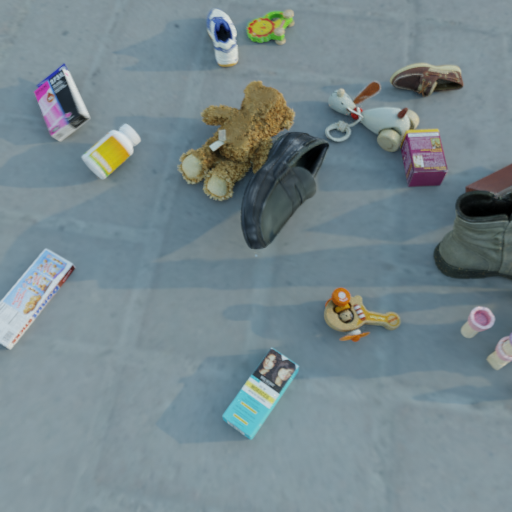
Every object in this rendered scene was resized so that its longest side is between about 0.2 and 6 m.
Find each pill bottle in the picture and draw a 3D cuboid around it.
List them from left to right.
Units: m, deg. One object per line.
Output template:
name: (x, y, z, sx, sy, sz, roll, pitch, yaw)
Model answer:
pill bottle: (-2.998, -2.204, 11.702, 0.638, 0.638, 1.149, 40, 77, 18)

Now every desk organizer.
desk organizer: (5.137, -1.347, 11.259, 1.914, 0.686, 0.737, -25, 30, -23)

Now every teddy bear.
teddy bear: (-0.406, -2.369, 11.839, 1.978, 0.911, 2.728, 17, 72, 16)

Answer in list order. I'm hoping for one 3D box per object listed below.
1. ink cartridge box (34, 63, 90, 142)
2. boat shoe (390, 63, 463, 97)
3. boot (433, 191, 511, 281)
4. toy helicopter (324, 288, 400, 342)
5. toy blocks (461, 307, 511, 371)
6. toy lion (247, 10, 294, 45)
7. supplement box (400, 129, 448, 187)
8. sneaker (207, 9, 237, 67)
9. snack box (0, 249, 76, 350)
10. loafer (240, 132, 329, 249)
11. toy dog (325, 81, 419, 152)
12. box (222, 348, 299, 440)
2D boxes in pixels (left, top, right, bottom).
ink cartridge box: (-4.380, -3.485, 12.432, 0.874, 0.342, 1.846, -34, 64, 11)
boat shoe: (3.885, -3.928, 12.678, 1.656, 0.598, 0.596, -3, 62, -8)
boot: (4.989, -0.350, 9.999, 3.303, 2.157, 1.118, -1, 64, -1)
toy helicopter: (1.936, 1.174, 10.180, 1.420, 0.560, 0.939, 9, 60, -6)
toy blocks: (4.908, 1.282, 9.490, 1.809, 1.629, 1.936, -29, 67, -14)
toy lion: (0.308, -5.592, 13.665, 0.996, 0.357, 1.039, 16, 64, 16)
supplement box: (3.501, -2.052, 11.735, 0.718, 0.566, 1.096, -1, 64, -1)
sneaker: (-0.776, -5.359, 13.265, 0.667, 0.781, 1.773, -14, 63, -5)
snack box: (-4.274, 0.779, 10.517, 0.687, 0.232, 1.910, 28, 67, 13)
loafer: (0.588, -1.356, 10.735, 1.100, 1.064, 3.134, 3, 46, 25)
toy dog: (2.520, -3.097, 12.025, 2.026, 0.976, 1.336, 12, 64, 6)
box: (0.091, 2.363, 9.661, 0.605, 0.361, 1.470, 32, 68, 15)
